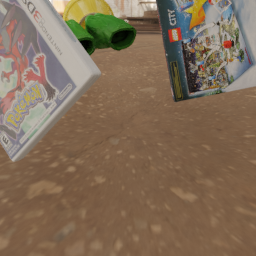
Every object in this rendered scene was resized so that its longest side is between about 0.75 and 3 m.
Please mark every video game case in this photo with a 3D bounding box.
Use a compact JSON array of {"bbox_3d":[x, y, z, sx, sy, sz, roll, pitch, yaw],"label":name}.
[{"bbox_3d":[-1.560,-0.817,3.895,1.903,2.089,0.240,55,32,8],"label":"video game case"}]

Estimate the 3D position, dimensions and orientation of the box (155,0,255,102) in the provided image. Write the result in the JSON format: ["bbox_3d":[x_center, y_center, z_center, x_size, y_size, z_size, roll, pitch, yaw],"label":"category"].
[{"bbox_3d":[1.600,-2.023,5.643,1.844,2.701,0.509,-10,17,8],"label":"box"}]

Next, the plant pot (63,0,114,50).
[{"bbox_3d":[-1.378,-3.847,10.485,2.000,2.000,1.882,-6,33,-13],"label":"plant pot"}]

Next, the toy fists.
[{"bbox_3d":[-0.906,-2.155,6.573,2.167,0.745,1.105,-25,55,-29],"label":"toy fists"}]
